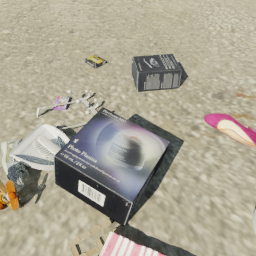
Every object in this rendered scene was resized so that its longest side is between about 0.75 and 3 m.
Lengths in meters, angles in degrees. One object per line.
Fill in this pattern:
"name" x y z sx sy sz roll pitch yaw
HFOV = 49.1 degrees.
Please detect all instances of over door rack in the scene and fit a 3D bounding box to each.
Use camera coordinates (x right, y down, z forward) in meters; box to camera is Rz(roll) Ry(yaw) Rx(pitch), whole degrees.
"over door rack" -2.263 -0.700 11.252 2.429 0.809 1.795 -24 47 -23

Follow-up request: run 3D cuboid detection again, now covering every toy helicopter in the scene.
"toy helicopter" -3.602 1.732 7.982 1.095 1.656 0.653 10 40 37

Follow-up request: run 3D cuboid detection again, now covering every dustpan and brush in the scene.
"dustpan and brush" -2.248 0.939 9.427 2.728 0.781 1.904 37 39 -4

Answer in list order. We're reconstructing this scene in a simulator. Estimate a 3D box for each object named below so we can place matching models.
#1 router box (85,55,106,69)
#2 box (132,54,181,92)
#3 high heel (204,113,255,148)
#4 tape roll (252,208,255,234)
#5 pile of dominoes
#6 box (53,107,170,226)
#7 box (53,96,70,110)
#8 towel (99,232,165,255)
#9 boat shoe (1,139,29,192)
"router box" -1.714 -3.486 14.666 0.699 0.232 0.889 -33 52 -31
"box" 1.275 -2.601 13.091 2.044 1.066 1.513 -5 43 -6
"high heel" 3.834 0.105 10.461 2.102 0.708 1.008 25 36 7
"tape roll" 4.692 2.778 7.770 2.284 0.417 2.284 0 42 0
"pile of dominoes" -0.787 3.226 7.529 1.386 0.221 1.080 -25 52 -15
"box" -0.476 1.034 8.535 2.537 1.564 2.517 28 48 12
"box" -2.860 -1.083 12.130 0.540 0.154 0.789 3 43 3
"towel" 0.295 3.717 6.640 2.429 0.363 1.778 17 54 17
"boat shoe" -3.700 1.143 9.272 0.713 0.819 2.223 -20 40 -15
